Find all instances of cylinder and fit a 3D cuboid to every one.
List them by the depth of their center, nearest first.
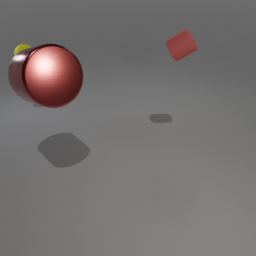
[{"bbox_3d":[-1.991,-1.244,6.712,1.400,1.400,1.400,-20,20,-30],"label":"cylinder"},{"bbox_3d":[1.621,-2.480,8.404,0.700,0.700,0.700,-27,20,27],"label":"cylinder"}]

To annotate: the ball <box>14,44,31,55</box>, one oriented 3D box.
[{"bbox_3d":[-3.812,-2.724,10.325,0.700,0.700,0.700,0,31,0],"label":"ball"}]
